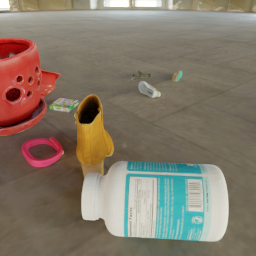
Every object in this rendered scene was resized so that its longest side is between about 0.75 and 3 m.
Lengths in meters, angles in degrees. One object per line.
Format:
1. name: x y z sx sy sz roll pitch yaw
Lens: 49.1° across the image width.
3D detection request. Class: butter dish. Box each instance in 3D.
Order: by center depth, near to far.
1. butter dish: -3.494 -1.628 11.059 1.375 1.019 1.379 5 -21 -42

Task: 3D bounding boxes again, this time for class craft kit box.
1. craft kit box: -2.469 -0.897 10.839 0.823 0.202 0.834 6 29 16

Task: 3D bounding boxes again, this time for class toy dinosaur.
1. toy dinosaur: 0.570 -2.592 13.868 1.365 0.324 0.602 -19 40 -25

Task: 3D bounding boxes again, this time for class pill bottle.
1. pill bottle: 0.458 1.355 5.361 2.556 1.416 1.416 2 28 4

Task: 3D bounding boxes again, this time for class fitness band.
1. fitness band: -2.425 0.645 7.936 0.992 0.259 1.382 -22 34 -30

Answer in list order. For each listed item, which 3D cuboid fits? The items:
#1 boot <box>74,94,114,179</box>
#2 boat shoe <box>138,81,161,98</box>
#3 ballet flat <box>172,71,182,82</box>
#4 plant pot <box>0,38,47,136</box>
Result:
1. boot: -0.853 -0.011 7.361 0.941 1.914 2.674 0 28 -2
2. boat shoe: 0.893 -1.609 11.982 0.409 0.475 1.319 7 26 -35
3. ballet flat: 2.380 -2.550 13.712 0.369 0.398 1.129 0 23 24
4. plant pot: -4.089 -1.317 8.962 2.759 2.512 2.759 -1 34 1
